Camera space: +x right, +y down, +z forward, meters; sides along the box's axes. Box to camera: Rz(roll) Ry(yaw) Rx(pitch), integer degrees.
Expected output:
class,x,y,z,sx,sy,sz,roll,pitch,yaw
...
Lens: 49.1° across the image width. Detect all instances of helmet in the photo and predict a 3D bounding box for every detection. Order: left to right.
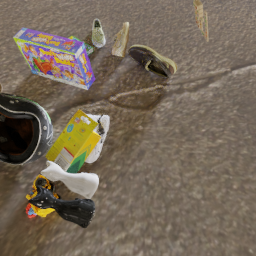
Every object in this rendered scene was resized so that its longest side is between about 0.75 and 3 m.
class,x,y,z,sx,sy,sz,roll,pitch,yaw
helmet,-4.059,0.062,10.275,2.507,2.629,2.629,29,47,-31

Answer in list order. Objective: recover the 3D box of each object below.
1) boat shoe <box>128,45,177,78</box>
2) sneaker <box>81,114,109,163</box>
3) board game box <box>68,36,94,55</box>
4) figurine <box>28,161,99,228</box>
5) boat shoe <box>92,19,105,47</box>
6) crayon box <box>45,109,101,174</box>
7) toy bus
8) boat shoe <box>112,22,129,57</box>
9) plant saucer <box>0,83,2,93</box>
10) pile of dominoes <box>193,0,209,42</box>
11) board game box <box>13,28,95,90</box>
class,x,y,z,sx,sy,sz,roll,pitch,yaw
boat shoe,1.067,-3.220,13.539,2.624,0.960,0.850,26,54,17
sneaker,-1.630,0.331,11.116,1.329,0.869,2.313,11,50,8
board game box,-3.125,-3.733,14.284,1.558,0.337,2.315,34,61,21
figurine,-1.795,1.794,8.082,1.734,0.765,1.777,25,29,-15
boat shoe,-1.664,-5.134,15.106,0.697,0.601,1.937,-10,55,-7
crayon box,-1.938,0.565,10.315,1.420,0.568,2.236,35,90,41
toy bus,-3.074,2.455,9.697,1.219,0.862,1.270,-36,59,-5
boat shoe,-0.380,-4.699,14.687,0.763,0.848,2.350,7,61,3
plant saucer,-6.563,-1.613,12.848,1.608,0.237,1.608,0,55,0
pile of dominoes,2.886,-4.452,11.441,0.258,1.618,1.261,-22,56,5
board game box,-2.669,-2.542,10.328,2.672,1.796,0.598,19,60,20
